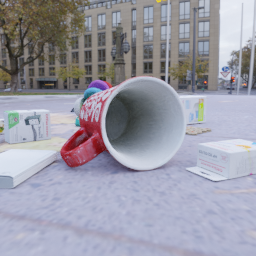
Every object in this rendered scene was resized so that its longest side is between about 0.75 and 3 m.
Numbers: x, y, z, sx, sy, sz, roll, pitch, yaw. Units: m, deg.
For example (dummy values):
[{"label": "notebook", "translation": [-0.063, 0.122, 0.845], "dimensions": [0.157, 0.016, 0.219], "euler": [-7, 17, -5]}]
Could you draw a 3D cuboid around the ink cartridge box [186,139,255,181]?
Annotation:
[{"label": "ink cartridge box", "translation": [2.058, 0.609, 5.723], "dimensions": [1.572, 0.533, 0.905], "euler": [-5, 10, -28]}]

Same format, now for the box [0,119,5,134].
[{"label": "box", "translation": [-4.235, -0.071, 10.152], "dimensions": [2.662, 0.515, 0.552], "euler": [-3, 9, -17]}]

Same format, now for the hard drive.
[{"label": "hard drive", "translation": [-2.374, 0.760, 5.694], "dimensions": [1.213, 0.245, 1.839], "euler": [1, 9, 9]}]

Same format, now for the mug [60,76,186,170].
[{"label": "mug", "translation": [-0.434, -0.191, 6.787], "dimensions": [2.526, 1.898, 2.845], "euler": [-2, 5, -22]}]

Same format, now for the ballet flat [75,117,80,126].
[{"label": "ballet flat", "translation": [-1.658, -0.271, 11.537], "dimensions": [1.403, 0.494, 0.472], "euler": [6, 9, 34]}]

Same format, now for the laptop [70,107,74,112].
[{"label": "laptop", "translation": [-3.007, -1.114, 18.414], "dimensions": [1.086, 0.633, 1.225], "euler": [3, -16, 15]}]

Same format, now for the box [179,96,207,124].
[{"label": "box", "translation": [2.351, -0.810, 12.564], "dimensions": [2.194, 1.234, 1.112], "euler": [-6, 10, -32]}]

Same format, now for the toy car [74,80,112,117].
[{"label": "toy car", "translation": [-1.453, -1.520, 14.758], "dimensions": [2.309, 1.978, 2.638], "euler": [4, 9, 18]}]

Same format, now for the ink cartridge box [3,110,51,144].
[{"label": "ink cartridge box", "translation": [-3.120, -0.073, 8.758], "dimensions": [1.308, 0.955, 0.550], "euler": [-7, 11, -38]}]

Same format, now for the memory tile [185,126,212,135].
[{"label": "memory tile", "translation": [2.366, 0.089, 10.454], "dimensions": [1.063, 0.116, 1.387], "euler": [8, 12, 43]}]
